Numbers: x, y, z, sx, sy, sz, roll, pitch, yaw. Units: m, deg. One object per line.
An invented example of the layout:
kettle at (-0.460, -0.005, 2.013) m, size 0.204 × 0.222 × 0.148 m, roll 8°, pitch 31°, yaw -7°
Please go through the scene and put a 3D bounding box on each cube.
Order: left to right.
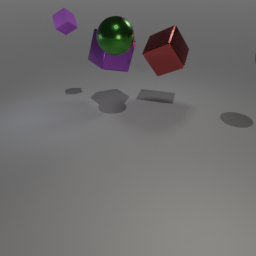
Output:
cube at (-2.709, -4.575, 12.056) m, size 0.700 × 0.700 × 0.700 m, roll -22°, pitch -15°, yaw 24°
cube at (-0.731, -3.404, 12.335) m, size 1.400 × 1.400 × 1.400 m, roll -2°, pitch 29°, yaw -36°
cube at (1.715, -3.427, 12.528) m, size 1.400 × 1.400 × 1.400 m, roll -12°, pitch 43°, yaw 37°

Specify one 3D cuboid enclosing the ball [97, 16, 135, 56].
ball at (-0.457, -3.399, 10.365) m, size 1.400 × 1.400 × 1.400 m, roll 0°, pitch 29°, yaw 0°
